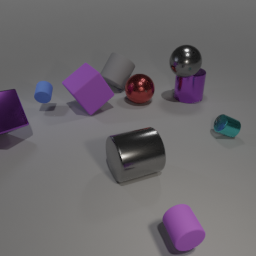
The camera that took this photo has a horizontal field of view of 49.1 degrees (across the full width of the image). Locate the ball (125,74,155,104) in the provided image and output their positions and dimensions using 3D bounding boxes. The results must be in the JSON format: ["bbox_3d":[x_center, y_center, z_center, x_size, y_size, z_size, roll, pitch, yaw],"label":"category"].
[{"bbox_3d":[0.549,-1.826,13.052,1.400,1.400,1.400,0,30,0],"label":"ball"}]

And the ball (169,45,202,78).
[{"bbox_3d":[2.496,-2.883,12.146,1.400,1.400,1.400,0,30,0],"label":"ball"}]

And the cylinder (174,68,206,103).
[{"bbox_3d":[2.966,-2.092,13.492,1.400,1.400,1.400,0,30,0],"label":"cylinder"}]

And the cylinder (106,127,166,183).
[{"bbox_3d":[0.202,0.783,8.421,1.400,1.400,1.400,-12,32,-20],"label":"cylinder"}]

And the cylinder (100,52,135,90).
[{"bbox_3d":[-0.549,-2.912,14.377,1.400,1.400,1.400,28,-2,1],"label":"cylinder"}]

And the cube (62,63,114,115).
[{"bbox_3d":[-1.724,-1.700,12.137,1.400,1.400,1.400,-41,43,-5],"label":"cube"}]

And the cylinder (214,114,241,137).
[{"bbox_3d":[3.672,-0.077,10.379,0.700,0.700,0.700,19,23,-22],"label":"cylinder"}]

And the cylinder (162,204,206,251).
[{"bbox_3d":[1.192,2.136,6.040,0.700,0.700,0.700,-8,35,-14],"label":"cylinder"}]

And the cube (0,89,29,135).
[{"bbox_3d":[-4.683,-0.435,9.878,1.400,1.400,1.400,-16,7,30],"label":"cube"}]

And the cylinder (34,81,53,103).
[{"bbox_3d":[-3.634,-1.543,12.068,0.700,0.700,0.700,-2,50,-4],"label":"cylinder"}]
